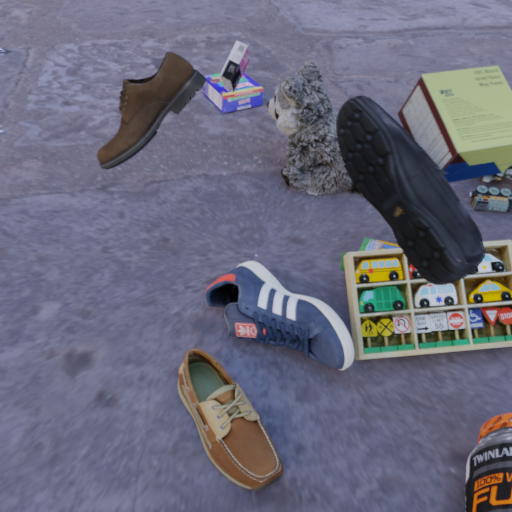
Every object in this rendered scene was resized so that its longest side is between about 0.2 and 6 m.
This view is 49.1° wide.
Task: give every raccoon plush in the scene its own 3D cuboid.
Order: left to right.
[{"bbox_3d":[2.004,-2.764,12.232,3.716,2.490,1.798,7,40,8],"label":"raccoon plush"}]

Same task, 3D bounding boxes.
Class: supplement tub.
[{"bbox_3d":[3.035,2.971,6.195,1.376,1.376,2.246,11,41,13],"label":"supplement tub"}]

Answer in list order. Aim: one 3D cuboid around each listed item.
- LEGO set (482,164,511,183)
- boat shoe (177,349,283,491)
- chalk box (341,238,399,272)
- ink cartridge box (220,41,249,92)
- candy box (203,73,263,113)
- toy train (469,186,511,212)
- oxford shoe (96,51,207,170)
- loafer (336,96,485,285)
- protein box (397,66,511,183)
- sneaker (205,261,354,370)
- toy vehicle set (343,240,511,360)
[{"bbox_3d":[5.885,-2.166,12.818,2.945,0.835,1.913,-15,42,-17],"label":"LEGO set"},{"bbox_3d":[-0.461,2.141,7.632,0.841,0.821,2.223,-24,45,-26],"label":"boat shoe"},{"bbox_3d":[2.131,0.285,9.880,1.329,0.830,0.824,12,41,16],"label":"chalk box"},{"bbox_3d":[-0.463,-4.146,12.464,0.319,0.814,1.720,26,6,-4],"label":"ink cartridge box"},{"bbox_3d":[-0.690,-4.752,16.133,1.274,0.580,1.507,-17,44,-21],"label":"candy box"},{"bbox_3d":[5.073,-1.183,12.023,0.940,0.400,0.536,8,53,6],"label":"toy train"},{"bbox_3d":[-2.001,-2.465,9.476,2.374,1.002,0.863,-44,25,13],"label":"oxford shoe"},{"bbox_3d":[1.830,-0.839,6.720,0.881,0.852,2.511,-23,78,-35],"label":"loafer"},{"bbox_3d":[2.724,-1.710,7.364,1.191,0.809,1.200,-11,69,-15],"label":"protein box"},{"bbox_3d":[0.234,1.075,8.783,1.183,1.050,2.800,-23,35,-32],"label":"sneaker"},{"bbox_3d":[2.845,0.700,8.963,2.733,0.362,1.698,-5,79,-5],"label":"toy vehicle set"}]
